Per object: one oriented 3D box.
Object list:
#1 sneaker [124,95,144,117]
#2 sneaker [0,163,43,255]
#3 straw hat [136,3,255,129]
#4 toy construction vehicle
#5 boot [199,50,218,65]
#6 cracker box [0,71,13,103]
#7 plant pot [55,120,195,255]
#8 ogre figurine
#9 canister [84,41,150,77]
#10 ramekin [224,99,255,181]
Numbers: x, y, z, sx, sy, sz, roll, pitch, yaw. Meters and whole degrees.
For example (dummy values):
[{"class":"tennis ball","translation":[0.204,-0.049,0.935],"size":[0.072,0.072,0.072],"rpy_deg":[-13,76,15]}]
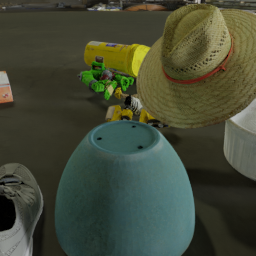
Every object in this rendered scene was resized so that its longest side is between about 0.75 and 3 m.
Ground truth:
[{"class":"sneaker","translation":[0.358,-0.808,8.423],"size":[0.784,0.514,1.363],"rpy_deg":[37,26,-2]},{"class":"sneaker","translation":[-1.838,1.173,4.377],"size":[0.922,1.011,2.467],"rpy_deg":[-9,28,-16]},{"class":"straw hat","translation":[1.217,-1.560,5.241],"size":[2.935,1.242,2.935],"rpy_deg":[-12,60,22]},{"class":"toy construction vehicle","translation":[0.384,-0.595,7.994],"size":[1.862,0.656,1.621],"rpy_deg":[-3,57,20]},{"class":"boot","translation":[2.878,-3.356,13.402],"size":[2.158,1.037,2.951],"rpy_deg":[-14,26,-19]},{"class":"cracker box","translation":[-4.949,-1.421,9.920],"size":[1.393,0.600,2.080],"rpy_deg":[-12,28,-22]},{"class":"plant pot","translation":[-0.057,0.803,4.498],"size":[2.347,1.581,2.347],"rpy_deg":[0,26,0]},{"class":"ogre figurine","translation":[-0.837,-1.762,10.134],"size":[1.303,1.067,2.174],"rpy_deg":[29,49,25]},{"class":"canister","translation":[-0.215,-2.811,11.590],"size":[2.745,1.188,2.039],"rpy_deg":[19,11,37]},{"class":"ramekin","translation":[3.197,0.265,6.053],"size":[2.278,1.110,2.278],"rpy_deg":[0,27,0]}]
